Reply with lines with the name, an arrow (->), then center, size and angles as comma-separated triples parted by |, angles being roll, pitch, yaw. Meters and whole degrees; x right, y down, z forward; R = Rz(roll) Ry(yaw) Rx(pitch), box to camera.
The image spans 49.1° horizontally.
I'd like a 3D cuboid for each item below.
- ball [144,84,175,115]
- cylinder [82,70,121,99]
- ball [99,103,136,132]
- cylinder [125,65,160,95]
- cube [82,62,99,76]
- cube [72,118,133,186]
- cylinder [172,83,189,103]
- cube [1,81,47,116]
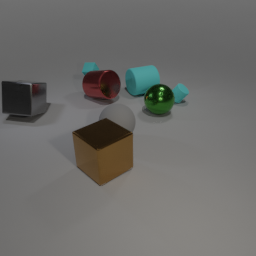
ball -> 1.421, -1.302, 12.711 | 1.400, 1.400, 1.400 | 0, 29, 0
cylinder -> -1.320, -2.165, 13.947 | 1.400, 1.400, 1.400 | 10, 28, 45
ball -> -0.410, -0.232, 10.606 | 1.400, 1.400, 1.400 | 0, 29, 0
cylinder -> 0.756, -2.533, 14.861 | 1.400, 1.400, 1.400 | -13, 32, -21
cube -> -2.242, -3.457, 16.845 | 0.700, 0.700, 0.700 | 5, 68, 21
cube -> -0.792, 0.719, 9.100 | 1.400, 1.400, 1.400 | -25, 38, -35
cylinder -> 2.524, -1.716, 13.840 | 0.700, 0.700, 0.700 | 25, 41, -23
cube -> -4.572, -1.349, 12.441 | 1.400, 1.400, 1.400 | 6, 11, 10
